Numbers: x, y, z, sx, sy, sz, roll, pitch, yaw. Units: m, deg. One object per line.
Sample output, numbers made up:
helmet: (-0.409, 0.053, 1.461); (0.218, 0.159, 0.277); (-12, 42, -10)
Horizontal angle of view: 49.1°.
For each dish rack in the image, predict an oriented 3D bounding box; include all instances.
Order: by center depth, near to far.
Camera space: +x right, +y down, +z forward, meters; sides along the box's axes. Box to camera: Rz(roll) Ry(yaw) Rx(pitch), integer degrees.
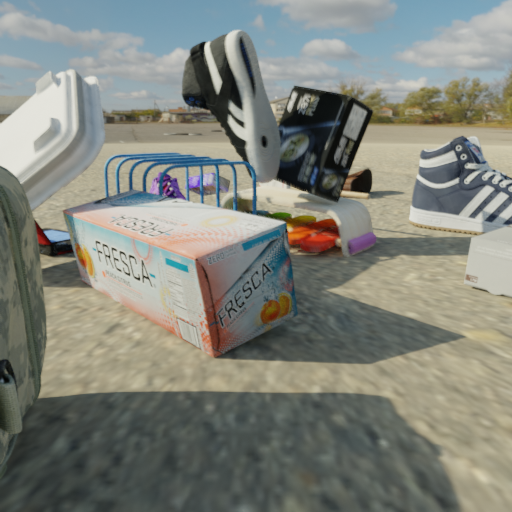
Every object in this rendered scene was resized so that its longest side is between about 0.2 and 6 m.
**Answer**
dish rack: (-3.285, -1.400, 7.691); (2.674, 0.582, 2.295); (-35, 45, 14)

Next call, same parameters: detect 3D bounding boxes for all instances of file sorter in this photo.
file sorter: (-1.316, -0.853, 9.257); (1.753, 1.550, 2.527); (-10, 18, -32)

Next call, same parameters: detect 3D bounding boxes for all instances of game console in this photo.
game console: (-3.723, -0.609, 9.431); (1.657, 0.983, 1.428); (11, 18, 36)

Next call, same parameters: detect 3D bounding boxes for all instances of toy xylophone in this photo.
toy xylophone: (0.834, -0.751, 10.100); (2.960, 0.744, 2.167); (18, 24, 41)

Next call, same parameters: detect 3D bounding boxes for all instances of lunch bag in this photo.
lunch bag: (-2.604, 0.524, 2.987); (2.700, 1.881, 2.265); (-5, 14, -15)

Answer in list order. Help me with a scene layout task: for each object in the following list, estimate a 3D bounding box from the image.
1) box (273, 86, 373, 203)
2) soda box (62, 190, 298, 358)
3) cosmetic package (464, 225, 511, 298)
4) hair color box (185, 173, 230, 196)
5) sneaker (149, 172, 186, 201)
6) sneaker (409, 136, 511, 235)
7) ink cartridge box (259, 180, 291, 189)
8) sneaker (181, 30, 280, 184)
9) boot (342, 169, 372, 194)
box: (0.982, -1.868, 9.300); (0.694, 1.612, 1.320); (13, 11, -44)
soda box: (-1.037, 0.003, 6.496); (1.135, 1.055, 3.318); (-23, 25, -34)
cosmetic package: (3.548, 0.032, 7.448); (0.870, 0.735, 1.629); (17, 19, 41)
hair color box: (-1.040, -1.512, 11.931); (0.494, 0.293, 0.904); (20, -16, -42)
sneaker: (-1.973, -1.274, 12.074); (0.965, 0.998, 2.392); (-6, 16, -20)
sneaker: (4.563, -1.317, 10.531); (3.333, 1.808, 1.168); (9, 17, 33)
ink cartridge box: (0.570, -1.856, 14.955); (0.989, 0.726, 0.410); (15, 19, 42)
sneaker: (-0.458, -2.289, 9.095); (1.316, 2.353, 0.860); (-4, 17, 32)
boot: (2.109, -2.147, 16.410); (2.220, 0.713, 2.069); (4, 12, 32)
